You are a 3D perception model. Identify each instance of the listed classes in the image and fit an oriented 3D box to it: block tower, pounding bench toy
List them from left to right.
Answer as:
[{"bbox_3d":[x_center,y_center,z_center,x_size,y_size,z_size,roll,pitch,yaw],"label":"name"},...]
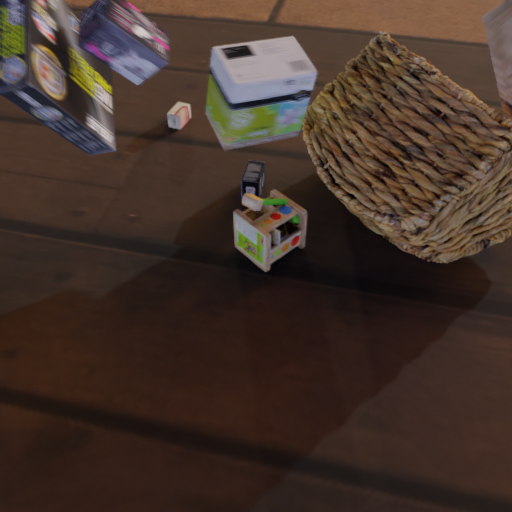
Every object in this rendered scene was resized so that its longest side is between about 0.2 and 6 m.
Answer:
[{"bbox_3d":[0.295,-0.677,9.873,1.096,1.405,0.873,-33,54,-27],"label":"pounding bench toy"},{"bbox_3d":[3.892,-2.822,8.221,0.614,2.122,0.573,-35,46,5],"label":"block tower"}]

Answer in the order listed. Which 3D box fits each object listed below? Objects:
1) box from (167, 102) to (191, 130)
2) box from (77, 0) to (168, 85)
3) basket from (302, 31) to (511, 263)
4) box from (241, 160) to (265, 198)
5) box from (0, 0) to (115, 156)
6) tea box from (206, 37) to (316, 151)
[{"bbox_3d":[-1.804,-3.292,13.158,0.319,0.375,0.586,16,48,15],"label":"box"},{"bbox_3d":[-2.189,-3.565,9.269,0.835,1.263,0.725,-22,59,33],"label":"box"},{"bbox_3d":[3.064,-1.682,10.731,2.852,2.977,3.996,-46,50,15],"label":"basket"},{"bbox_3d":[-0.050,-1.511,11.314,0.368,0.522,0.705,8,45,8],"label":"box"},{"bbox_3d":[-3.245,-3.119,9.362,0.574,2.593,2.077,-9,76,12],"label":"box"},{"bbox_3d":[0.036,-2.916,10.113,1.576,1.551,1.053,-15,61,-19],"label":"tea box"}]
